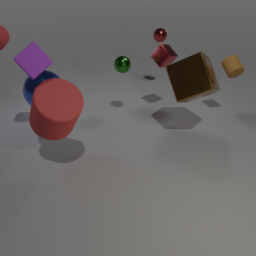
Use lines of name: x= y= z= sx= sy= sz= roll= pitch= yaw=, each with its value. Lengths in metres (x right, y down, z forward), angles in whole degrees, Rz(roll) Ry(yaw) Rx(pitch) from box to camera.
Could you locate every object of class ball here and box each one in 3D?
ball: x=-0.228 y=-2.616 z=11.561 sx=0.700 sy=0.700 sz=0.700 roll=0 pitch=30 yaw=0
ball: x=-2.896 y=-1.292 z=9.688 sx=1.400 sy=1.400 sz=1.400 roll=0 pitch=30 yaw=0
ball: x=1.647 y=-4.741 z=14.322 sx=0.700 sy=0.700 sz=0.700 roll=0 pitch=30 yaw=0

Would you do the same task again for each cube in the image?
cube: x=2.444 y=-1.828 z=10.447 sx=1.400 sy=1.400 sz=1.400 roll=-19 pitch=-4 yaw=27
cube: x=-2.563 y=-1.801 z=7.588 sx=0.700 sy=0.700 sz=0.700 roll=-44 pitch=19 yaw=-8
cube: x=1.549 y=-3.073 z=11.954 sx=0.700 sy=0.700 sz=0.700 roll=-16 pitch=66 yaw=-49

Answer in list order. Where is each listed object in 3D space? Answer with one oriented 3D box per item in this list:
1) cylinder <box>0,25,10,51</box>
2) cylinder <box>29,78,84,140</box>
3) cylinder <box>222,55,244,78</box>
cylinder: x=-4.212 y=-2.852 z=8.908 sx=0.700 sy=0.700 sz=0.700 roll=-3 pitch=34 yaw=-5
cylinder: x=-2.157 y=-0.523 z=8.341 sx=1.400 sy=1.400 sz=1.400 roll=10 pitch=61 yaw=-19
cylinder: x=4.392 y=-2.567 z=11.732 sx=0.700 sy=0.700 sz=0.700 roll=-10 pitch=65 yaw=-17
